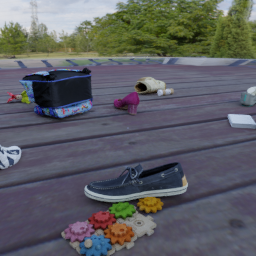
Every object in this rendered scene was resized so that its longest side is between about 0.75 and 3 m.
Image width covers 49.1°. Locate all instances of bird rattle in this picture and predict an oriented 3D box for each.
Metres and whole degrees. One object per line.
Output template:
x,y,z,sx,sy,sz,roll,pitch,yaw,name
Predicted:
-5.443,-1.546,14.409,1.377,0.776,1.122,-8,3,18,bird rattle

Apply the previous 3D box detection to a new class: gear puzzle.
-0.080,1.596,4.905,1.976,0.259,1.024,-15,23,-39,gear puzzle

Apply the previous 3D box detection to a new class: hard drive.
4.391,-0.271,10.838,0.866,0.172,1.313,4,18,12,hard drive

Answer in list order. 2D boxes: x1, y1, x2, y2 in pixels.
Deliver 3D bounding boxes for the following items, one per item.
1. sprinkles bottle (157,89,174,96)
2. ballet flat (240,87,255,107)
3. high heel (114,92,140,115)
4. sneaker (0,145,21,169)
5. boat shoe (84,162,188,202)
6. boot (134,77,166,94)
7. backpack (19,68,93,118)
2.165,-2.054,16.076,0.998,0.340,0.340,-11,21,-33,sprinkles bottle
6.379,-1.685,14.166,0.858,0.811,2.547,14,22,36,ballet flat
-0.062,-1.314,12.649,0.696,0.993,2.065,-3,18,-30,high heel
-3.334,0.503,7.059,0.625,1.019,1.566,9,20,24,sneaker
0.160,1.061,5.712,2.097,0.653,0.782,-6,7,-2,boat shoe
0.940,-2.567,16.903,1.729,0.810,2.225,-13,27,-40,boot
-3.188,-1.585,12.094,2.746,1.848,2.507,8,19,36,backpack
